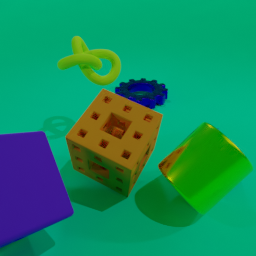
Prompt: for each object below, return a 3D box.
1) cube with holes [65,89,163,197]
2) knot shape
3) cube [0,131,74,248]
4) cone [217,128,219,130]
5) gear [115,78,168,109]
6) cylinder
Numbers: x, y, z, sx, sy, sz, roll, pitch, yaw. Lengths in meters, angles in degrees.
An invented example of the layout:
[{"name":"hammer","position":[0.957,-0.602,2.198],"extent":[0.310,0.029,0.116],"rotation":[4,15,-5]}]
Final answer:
[{"name":"cube with holes","position":[-0.221,0.274,4.912],"extent":[1.147,1.147,1.147],"rotation":[25,58,13]},{"name":"knot shape","position":[-0.881,-1.512,6.105],"extent":[1.329,0.614,1.244],"rotation":[6,37,-28]},{"name":"cube","position":[-1.688,0.870,3.582],"extent":[1.223,1.223,1.223],"rotation":[-32,-15,33]},{"name":"cone","position":[1.646,0.454,5.286],"extent":[0.985,0.989,0.985],"rotation":[-1,23,0]},{"name":"gear","position":[0.415,-1.104,8.800],"extent":[1.631,0.302,1.631],"rotation":[-1,33,1]},{"name":"cylinder","position":[1.223,0.639,4.537],"extent":[1.075,1.075,1.075],"rotation":[-44,35,3]}]
